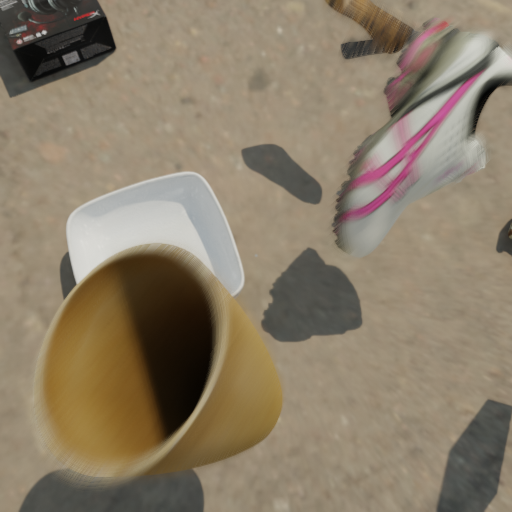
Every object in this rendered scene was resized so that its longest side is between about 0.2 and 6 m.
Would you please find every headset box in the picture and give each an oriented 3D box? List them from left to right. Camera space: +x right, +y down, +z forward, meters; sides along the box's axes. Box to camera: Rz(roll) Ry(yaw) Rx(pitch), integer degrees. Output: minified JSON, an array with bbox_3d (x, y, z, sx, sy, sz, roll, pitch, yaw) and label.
[{"bbox_3d":[-3.841,-4.550,10.247,1.711,0.888,2.299,-25,70,-10],"label":"headset box"}]

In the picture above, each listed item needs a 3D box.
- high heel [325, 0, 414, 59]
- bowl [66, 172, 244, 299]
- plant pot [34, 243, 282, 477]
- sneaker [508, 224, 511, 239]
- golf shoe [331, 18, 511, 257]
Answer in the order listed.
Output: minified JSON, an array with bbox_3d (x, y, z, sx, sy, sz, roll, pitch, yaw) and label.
[{"bbox_3d":[1.472,-3.419,7.330,1.119,1.570,0.560,8,38,46],"label":"high heel"},{"bbox_3d":[-1.465,0.057,8.252,2.267,0.847,2.270,-19,69,-8],"label":"bowl"},{"bbox_3d":[-0.560,1.083,4.934,1.786,1.916,1.786,-14,60,25],"label":"plant pot"},{"bbox_3d":[5.031,0.182,8.302,1.041,0.971,2.756,-43,68,2],"label":"sneaker"},{"bbox_3d":[1.861,-1.092,6.475,1.339,2.907,1.055,33,30,18],"label":"golf shoe"}]
